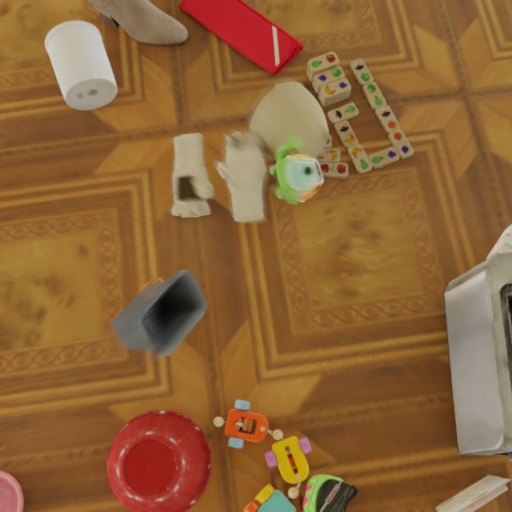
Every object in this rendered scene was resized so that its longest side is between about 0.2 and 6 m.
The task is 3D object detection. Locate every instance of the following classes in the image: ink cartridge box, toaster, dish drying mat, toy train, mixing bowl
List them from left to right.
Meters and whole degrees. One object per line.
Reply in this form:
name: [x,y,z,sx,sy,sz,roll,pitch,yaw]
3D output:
mixing bowl: [-1.638,3.393,9.047,1.777,0.962,1.777,0,74,0]
dish drying mat: [-0.330,-4.931,11.969,2.704,0.246,1.038,40,78,11]
toy train: [0.040,3.565,9.207,1.649,0.610,2.195,6,70,3]
ink cartridge box: [3.488,3.875,8.888,1.101,0.956,0.240,-27,75,-8]
ink cartridge box: [4.736,-0.135,10.355,0.520,0.511,0.706,35,76,10]
toaster: [4.950,1.525,9.008,3.225,2.116,3.566,1,72,-1]

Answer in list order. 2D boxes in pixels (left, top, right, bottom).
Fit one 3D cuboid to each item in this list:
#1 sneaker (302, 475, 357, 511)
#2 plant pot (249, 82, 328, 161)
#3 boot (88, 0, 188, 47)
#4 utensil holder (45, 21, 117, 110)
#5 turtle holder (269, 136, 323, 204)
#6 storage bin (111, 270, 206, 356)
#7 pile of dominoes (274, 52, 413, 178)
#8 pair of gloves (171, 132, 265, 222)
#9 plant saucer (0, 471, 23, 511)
sneaker: [1.222,4.734,8.632,1.052,0.964,2.511,1,74,4]
plant pot: [0.744,-2.321,10.376,1.485,1.485,0.997,-43,60,-12]
boot: [-2.530,-5.164,11.309,2.243,1.640,0.788,16,74,5]
utensil holder: [-3.460,-3.762,11.169,1.129,1.129,1.328,-21,76,-6]
turtle holder: [0.722,-1.443,9.681,0.741,0.793,1.044,-17,60,22]
storage bin: [-1.666,0.897,9.120,0.933,1.011,1.389,-10,27,35]
pile of dominoes: [1.726,-2.847,11.244,2.031,0.415,2.606,-22,74,-7]
pair of gloves: [-0.735,-1.469,10.390,1.913,0.335,1.627,5,98,21]
plant saucer: [-4.336,4.092,9.181,1.085,0.275,1.085,0,72,-1]
